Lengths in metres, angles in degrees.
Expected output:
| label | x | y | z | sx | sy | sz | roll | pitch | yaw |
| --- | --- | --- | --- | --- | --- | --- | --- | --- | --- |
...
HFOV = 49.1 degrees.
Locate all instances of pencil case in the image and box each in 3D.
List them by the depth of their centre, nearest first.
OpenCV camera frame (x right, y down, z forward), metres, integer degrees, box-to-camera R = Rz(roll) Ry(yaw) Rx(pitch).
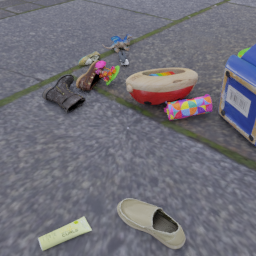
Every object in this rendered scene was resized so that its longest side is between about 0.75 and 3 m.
| label | x | y | z | sx | sy | sz | roll | pitch | yaw |
| --- | --- | --- | --- | --- | --- | --- | --- | --- | --- |
| pencil case | 2.080 | -0.716 | 9.684 | 1.592 | 0.703 | 0.703 | -10 | 39 | 2 |

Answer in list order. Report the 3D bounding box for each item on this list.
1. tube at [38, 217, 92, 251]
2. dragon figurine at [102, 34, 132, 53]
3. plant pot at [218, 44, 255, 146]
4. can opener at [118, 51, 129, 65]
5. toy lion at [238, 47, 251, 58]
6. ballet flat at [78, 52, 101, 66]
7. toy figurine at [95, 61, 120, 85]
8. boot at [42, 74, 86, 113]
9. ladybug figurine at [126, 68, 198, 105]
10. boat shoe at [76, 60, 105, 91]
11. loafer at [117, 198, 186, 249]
| label | x | y | z | sx | sy | sz | roll | pitch | yaw |
| --- | --- | --- | --- | --- | --- | --- | --- | --- | --- |
| tube | -1.436 | 2.390 | 6.368 | 1.144 | 0.297 | 0.332 | -16 | 80 | -26 |
| dragon figurine | -0.547 | -4.333 | 14.357 | 1.988 | 0.585 | 0.988 | -19 | 43 | -22 |
| plant pot | 4.467 | -1.065 | 8.825 | 2.398 | 2.667 | 2.667 | -19 | 43 | -13 |
| can opener | -0.221 | -3.386 | 13.298 | 0.359 | 0.450 | 1.346 | -5 | 39 | -7 |
| toy lion | 5.766 | -2.833 | 12.459 | 2.481 | 0.888 | 2.588 | -15 | 41 | -6 |
| ballet flat | -1.758 | -3.218 | 13.152 | 0.458 | 0.458 | 1.296 | 24 | 45 | 26 |
| toy figurine | -0.944 | -2.275 | 11.155 | 0.854 | 0.928 | 0.696 | 26 | 26 | -27 |
| boot | -2.225 | -1.295 | 10.710 | 1.512 | 0.601 | 1.737 | 24 | 53 | 23 |
| ladybug figurine | 1.242 | -1.534 | 10.318 | 2.944 | 1.059 | 1.998 | -13 | 24 | -25 |
| boat shoe | -1.385 | -2.153 | 11.647 | 0.674 | 0.674 | 1.915 | 14 | 49 | 19 |
| loafer | 0.530 | 2.069 | 6.478 | 1.769 | 0.604 | 0.669 | 22 | 44 | 24 |
